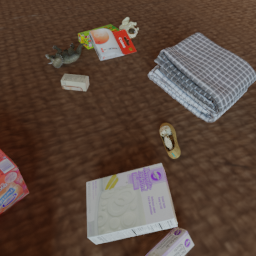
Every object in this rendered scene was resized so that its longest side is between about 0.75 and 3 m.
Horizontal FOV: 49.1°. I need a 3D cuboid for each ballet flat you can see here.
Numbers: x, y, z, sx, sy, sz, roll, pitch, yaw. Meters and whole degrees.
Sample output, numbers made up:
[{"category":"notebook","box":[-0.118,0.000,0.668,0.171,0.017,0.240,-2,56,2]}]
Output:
[{"category":"ballet flat","box":[1.142,0.253,7.902,0.456,0.419,1.329,-34,44,17]}]

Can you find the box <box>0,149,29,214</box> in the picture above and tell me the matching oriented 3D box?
[{"category":"box","box":[-3.654,0.965,6.755,2.370,1.122,1.216,33,53,28]}]

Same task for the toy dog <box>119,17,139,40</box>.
[{"category":"toy dog","box":[0.045,-4.377,12.492,0.919,0.661,0.948,-30,52,-12]}]

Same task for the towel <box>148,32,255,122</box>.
[{"category":"towel","box":[2.423,-1.806,9.080,2.804,1.200,2.322,43,60,16]}]

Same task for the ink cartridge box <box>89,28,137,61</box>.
[{"category":"ink cartridge box","box":[-0.603,-3.545,11.525,1.647,0.413,1.335,-19,69,-14]}]

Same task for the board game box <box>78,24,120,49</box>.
[{"category":"board game box","box":[-1.236,-4.031,12.299,1.675,0.399,0.851,-26,50,-24]}]

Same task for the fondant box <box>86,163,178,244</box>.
[{"category":"fondant box","box":[0.027,1.619,6.057,1.808,0.527,1.305,-15,49,7]}]

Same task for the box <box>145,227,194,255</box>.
[{"category":"box","box":[0.471,2.718,5.429,1.970,0.408,0.381,-31,11,-28]}]

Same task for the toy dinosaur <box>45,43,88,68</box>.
[{"category":"toy dinosaur","box":[-2.389,-2.842,11.047,1.855,0.714,0.949,-17,60,-26]}]

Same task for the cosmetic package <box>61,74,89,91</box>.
[{"category":"cosmetic package","box":[-1.854,-1.603,9.869,0.885,0.386,0.458,7,45,8]}]
